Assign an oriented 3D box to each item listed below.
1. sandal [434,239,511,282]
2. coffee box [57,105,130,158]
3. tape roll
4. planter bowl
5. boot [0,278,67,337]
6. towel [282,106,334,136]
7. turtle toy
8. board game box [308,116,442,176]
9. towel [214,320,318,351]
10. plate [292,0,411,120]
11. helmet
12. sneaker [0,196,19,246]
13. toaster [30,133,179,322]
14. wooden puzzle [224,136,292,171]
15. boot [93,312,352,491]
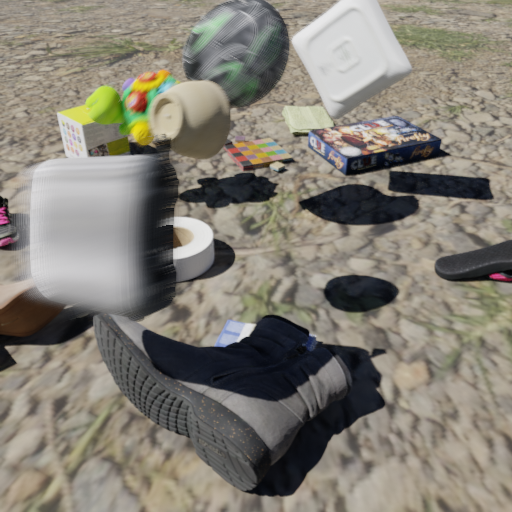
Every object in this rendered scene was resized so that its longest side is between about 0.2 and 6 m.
[{"bbox_3d":[4.355,0.159,10.111,2.205,0.497,0.828,-11,28,10],"label":"sandal"},{"bbox_3d":[-4.043,-3.034,14.019,1.223,1.209,1.221,-29,44,-35],"label":"coffee box"},{"bbox_3d":[-1.523,-0.137,10.389,1.493,0.522,1.493,0,34,0],"label":"tape roll"},{"bbox_3d":[-0.948,-1.792,7.358,1.039,1.039,0.699,28,25,35],"label":"planter bowl"},{"bbox_3d":[-4.359,0.662,8.805,1.897,0.911,2.594,28,47,28],"label":"boot"},{"bbox_3d":[1.504,-3.912,16.097,1.337,0.329,1.802,-3,34,-6],"label":"towel"},{"bbox_3d":[-2.314,-3.077,11.371,2.160,1.092,1.574,-19,40,-8],"label":"turtle toy"},{"bbox_3d":[3.023,-2.913,14.480,2.818,0.488,1.909,-14,37,-20],"label":"board game box"},{"bbox_3d":[0.095,1.452,8.385,1.481,0.176,1.087,9,37,16],"label":"towel"},{"bbox_3d":[1.763,-3.910,10.914,1.910,1.906,0.309,-26,5,39],"label":"plate"},{"bbox_3d":[-0.317,-3.604,10.026,1.866,1.866,1.779,-23,22,-30],"label":"helmet"},{"bbox_3d":[-5.181,-0.789,11.162,0.613,0.727,1.663,-16,38,-22],"label":"sneaker"},{"bbox_3d":[-1.635,-0.323,6.139,1.325,2.052,1.166,3,6,12],"label":"toaster"},{"bbox_3d":[0.020,-2.616,14.346,1.349,0.160,2.274,-13,37,-19],"label":"wooden puzzle"},{"bbox_3d":[-0.506,1.438,7.634,3.239,1.130,2.132,35,49,24],"label":"boot"}]
